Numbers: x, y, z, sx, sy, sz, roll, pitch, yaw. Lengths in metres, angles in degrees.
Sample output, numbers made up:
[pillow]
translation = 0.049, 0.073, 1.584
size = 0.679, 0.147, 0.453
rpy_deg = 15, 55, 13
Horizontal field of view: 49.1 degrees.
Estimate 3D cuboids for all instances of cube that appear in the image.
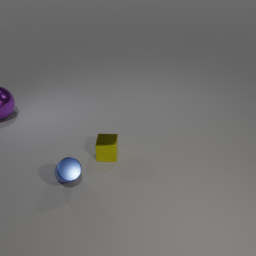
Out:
[cube]
translation = -0.709, 0.667, 9.553
size = 0.700, 0.700, 0.700
rpy_deg = 1, 33, 2

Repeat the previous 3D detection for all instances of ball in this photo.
[ball]
translation = -5.407, -1.028, 11.532
size = 1.400, 1.400, 1.400
rpy_deg = 0, 33, 0

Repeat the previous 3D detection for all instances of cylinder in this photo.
[cylinder]
translation = -1.800, 1.268, 8.345
size = 0.700, 0.700, 0.700
rpy_deg = -18, -8, -25
